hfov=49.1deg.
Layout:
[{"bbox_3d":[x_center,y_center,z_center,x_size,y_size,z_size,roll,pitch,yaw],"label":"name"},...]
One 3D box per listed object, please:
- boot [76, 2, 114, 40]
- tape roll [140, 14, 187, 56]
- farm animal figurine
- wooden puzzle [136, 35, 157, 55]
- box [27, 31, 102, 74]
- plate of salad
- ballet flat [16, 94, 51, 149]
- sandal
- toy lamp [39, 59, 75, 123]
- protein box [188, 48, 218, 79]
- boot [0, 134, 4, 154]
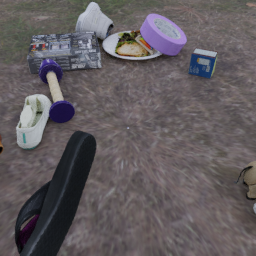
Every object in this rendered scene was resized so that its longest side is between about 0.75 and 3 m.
[{"bbox_3d":[-1.254,-4.519,12.060,1.340,1.031,2.804,19,39,-6],"label":"boot"},{"bbox_3d":[1.331,-3.500,10.486,1.712,0.562,1.712,18,45,-20],"label":"tape roll"},{"bbox_3d":[3.154,0.898,5.620,1.894,0.999,1.915,-5,41,-6],"label":"farm animal figurine"},{"bbox_3d":[0.753,-3.129,10.304,0.835,0.155,0.772,45,45,-1],"label":"wooden puzzle"},{"bbox_3d":[-2.270,-2.798,10.165,2.462,0.613,1.942,-7,41,-8],"label":"box"},{"bbox_3d":[0.296,-3.364,10.827,2.568,0.617,2.568,-1,41,0],"label":"plate of salad"},{"bbox_3d":[-2.466,-0.409,7.351,0.762,0.762,2.194,-3,41,-3],"label":"ballet flat"},{"bbox_3d":[-1.258,1.254,4.563,0.627,0.985,2.622,13,67,18],"label":"sandal"},{"bbox_3d":[-2.161,-1.225,8.283,0.776,0.776,2.665,-14,46,-15],"label":"toy lamp"},{"bbox_3d":[2.493,-2.166,9.332,0.763,0.757,0.515,18,44,19],"label":"protein box"},{"bbox_3d":[-2.685,0.682,5.571,0.396,1.088,1.156,19,8,-35],"label":"boot"}]
